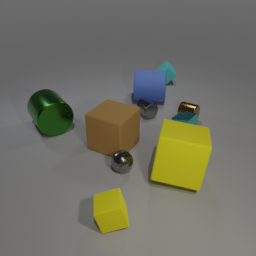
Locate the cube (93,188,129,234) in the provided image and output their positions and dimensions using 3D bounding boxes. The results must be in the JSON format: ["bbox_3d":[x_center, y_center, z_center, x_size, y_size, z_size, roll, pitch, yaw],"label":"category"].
[{"bbox_3d":[-0.424,2.043,6.940,0.700,0.700,0.700,-16,30,2],"label":"cube"}]

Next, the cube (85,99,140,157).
[{"bbox_3d":[-0.502,0.005,9.787,1.400,1.400,1.400,16,35,25],"label":"cube"}]

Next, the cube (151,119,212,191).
[{"bbox_3d":[1.535,0.729,8.143,1.400,1.400,1.400,12,24,8],"label":"cube"}]

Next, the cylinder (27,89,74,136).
[{"bbox_3d":[-2.998,-0.616,10.800,1.400,1.400,1.400,-18,36,-27],"label":"cylinder"}]

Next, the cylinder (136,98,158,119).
[{"bbox_3d":[0.800,-0.829,11.826,0.700,0.700,0.700,-17,34,-26],"label":"cylinder"}]

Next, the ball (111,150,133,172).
[{"bbox_3d":[-0.181,1.035,8.742,0.700,0.700,0.700,0,31,0],"label":"ball"}]

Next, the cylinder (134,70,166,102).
[{"bbox_3d":[1.030,-1.930,12.883,1.400,1.400,1.400,3,31,8],"label":"cylinder"}]

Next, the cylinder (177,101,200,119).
[{"bbox_3d":[2.486,-0.676,11.460,0.700,0.700,0.700,19,36,31],"label":"cylinder"}]

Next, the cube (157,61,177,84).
[{"bbox_3d":[2.006,-2.889,14.584,0.700,0.700,0.700,-36,34,28],"label":"cube"}]

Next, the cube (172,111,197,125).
[{"bbox_3d":[2.154,-0.155,10.611,0.700,0.700,0.700,10,31,39],"label":"cube"}]
